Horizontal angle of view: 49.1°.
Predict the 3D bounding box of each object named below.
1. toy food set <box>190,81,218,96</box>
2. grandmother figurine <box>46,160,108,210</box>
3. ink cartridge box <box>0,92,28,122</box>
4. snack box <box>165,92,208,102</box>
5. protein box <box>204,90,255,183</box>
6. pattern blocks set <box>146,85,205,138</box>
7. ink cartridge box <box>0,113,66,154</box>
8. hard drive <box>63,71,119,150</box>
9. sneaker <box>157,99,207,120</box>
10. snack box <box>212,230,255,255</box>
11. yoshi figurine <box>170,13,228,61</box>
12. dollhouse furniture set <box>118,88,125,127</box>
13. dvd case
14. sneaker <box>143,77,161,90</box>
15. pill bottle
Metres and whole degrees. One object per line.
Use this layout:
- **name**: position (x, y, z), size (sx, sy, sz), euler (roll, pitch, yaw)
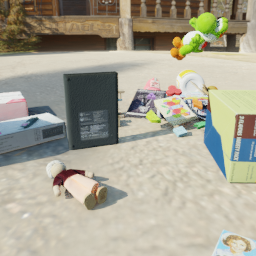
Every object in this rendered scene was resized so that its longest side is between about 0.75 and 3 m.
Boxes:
- **toy food set**: position (3.873, -1.491, 12.350), size (2.153, 0.432, 1.486), euler (23, 24, -28)
- **grandmother figurine**: position (-1.262, 1.208, 6.471), size (1.816, 0.550, 1.101), euler (20, 19, 39)
- **ink cartridge box**: position (-5.158, -0.921, 11.937), size (1.424, 0.830, 1.968), euler (-10, 22, -25)
- **snack box**: position (2.809, -1.288, 13.311), size (2.282, 0.604, 1.623), euler (2, 20, 6)
- **protein box**: position (3.746, 0.091, 7.644), size (2.650, 1.788, 2.630), euler (0, 20, 1)
- **pattern blocks set**: position (1.788, -0.721, 10.688), size (2.339, 0.216, 2.661), euler (-24, 48, -24)
- **ink cartridge box**: position (-4.056, 0.025, 9.601), size (2.983, 0.650, 2.589), euler (-16, 26, -37)
- **hard drive**: position (-1.090, -0.534, 8.618), size (1.619, 2.320, 0.381), euler (-7, 22, -18)
- **sneaker**: position (2.437, -0.713, 11.354), size (2.425, 0.850, 1.315), euler (-9, 19, -31)
- **snack box**: position (2.285, 2.307, 3.375), size (2.683, 0.498, 1.558), euler (11, 23, 29)
- **yoshi figurine**: position (2.213, -3.086, 9.147), size (1.132, 1.136, 2.022), euler (-23, 1, -43)
- **dollhouse furniture set**: position (-0.602, -0.846, 11.225), size (1.167, 1.174, 1.665), euler (-5, 19, -15)
- **dvd case**: position (0.811, -1.064, 12.234), size (1.379, 0.148, 1.855), euler (7, 47, 19)
- **sneaker**: position (1.200, -2.027, 13.969), size (0.904, 1.064, 2.454), euler (15, 7, -11)
- **pill bottle**: position (3.466, -2.593, 15.896), size (1.338, 1.338, 2.389), euler (1, 20, 3)
